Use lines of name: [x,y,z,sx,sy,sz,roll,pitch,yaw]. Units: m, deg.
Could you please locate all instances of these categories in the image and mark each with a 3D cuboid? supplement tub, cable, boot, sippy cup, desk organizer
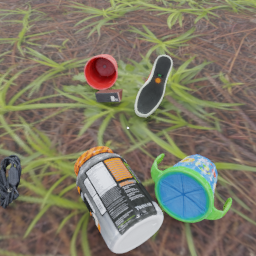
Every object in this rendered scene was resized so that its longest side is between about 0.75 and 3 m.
supplement tub: [-0.296,1.443,6.046,1.273,1.273,2.077,-23,51,-20]
cable: [-2.985,1.314,7.042,0.340,1.092,1.338,9,43,-37]
boot: [0.834,-1.249,9.496,0.767,1.527,2.117,25,83,2]
sippy cup: [1.496,1.298,6.645,1.287,1.379,1.756,-34,97,-53]
desk organizer: [-0.620,-1.106,9.533,0.955,0.342,0.368,3,28,32]

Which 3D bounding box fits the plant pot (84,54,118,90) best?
plant pot: [-0.903,-2.132,10.196,1.226,1.226,1.085,4,27,4]
